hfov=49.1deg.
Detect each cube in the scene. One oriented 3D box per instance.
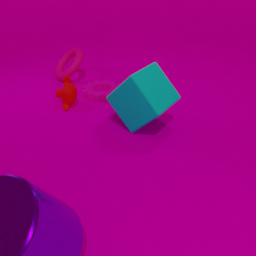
[{"bbox_3d":[0.398,-0.781,7.223,1.153,1.153,1.153,54,47,-2],"label":"cube"}]

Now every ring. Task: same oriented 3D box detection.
[{"bbox_3d":[-2.131,-2.321,10.114,1.353,0.271,1.353,-24,48,29],"label":"ring"}]

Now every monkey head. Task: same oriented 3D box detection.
[{"bbox_3d":[-1.888,-1.040,8.434,0.737,1.024,0.617,3,2,5],"label":"monkey head"}]

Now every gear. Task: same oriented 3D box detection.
[{"bbox_3d":[-0.864,-1.233,9.228,1.260,0.233,1.260,0,33,0],"label":"gear"}]

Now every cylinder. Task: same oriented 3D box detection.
[{"bbox_3d":[-1.413,1.419,3.713,1.252,1.252,1.252,-9,56,15],"label":"cylinder"}]
